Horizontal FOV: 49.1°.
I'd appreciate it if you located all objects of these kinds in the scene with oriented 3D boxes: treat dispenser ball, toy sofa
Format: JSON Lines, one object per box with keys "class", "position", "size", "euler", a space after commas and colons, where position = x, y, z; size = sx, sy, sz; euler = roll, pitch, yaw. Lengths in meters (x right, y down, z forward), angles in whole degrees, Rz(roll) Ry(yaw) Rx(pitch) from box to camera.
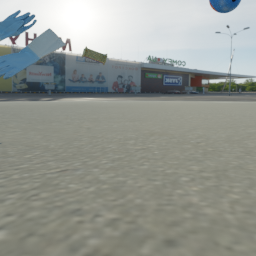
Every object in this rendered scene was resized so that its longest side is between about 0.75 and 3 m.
{"class": "treat dispenser ball", "position": [2.846, -3.858, 8.194], "size": [0.942, 0.942, 0.942], "euler": [0, 7, 0]}
{"class": "toy sofa", "position": [-1.439, -3.071, 12.015], "size": [1.039, 0.430, 0.507], "euler": [16, -17, -19]}

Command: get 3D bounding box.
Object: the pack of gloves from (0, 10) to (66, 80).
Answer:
{"class": "pack of gloves", "position": [-2.633, -1.906, 6.504], "size": [1.817, 1.526, 0.358], "euler": [-39, -14, -23]}
